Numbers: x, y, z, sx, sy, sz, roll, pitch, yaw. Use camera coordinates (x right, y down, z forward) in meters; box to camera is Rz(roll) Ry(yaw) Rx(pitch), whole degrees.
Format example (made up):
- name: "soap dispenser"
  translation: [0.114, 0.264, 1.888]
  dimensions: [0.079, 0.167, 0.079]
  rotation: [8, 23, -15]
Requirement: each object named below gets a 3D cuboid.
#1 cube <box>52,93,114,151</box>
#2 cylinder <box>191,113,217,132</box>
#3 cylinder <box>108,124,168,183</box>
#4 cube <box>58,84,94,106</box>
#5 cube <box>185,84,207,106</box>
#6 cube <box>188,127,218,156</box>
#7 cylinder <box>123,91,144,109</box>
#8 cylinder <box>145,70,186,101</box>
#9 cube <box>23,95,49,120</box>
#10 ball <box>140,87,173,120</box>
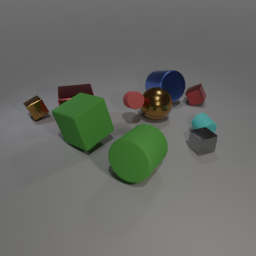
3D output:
- name: "cube"
  translation: [-1.592, -0.262, 10.058]
  dimensions: [1.400, 1.400, 1.400]
  rotation: [17, 44, 42]
- name: "cylinder"
  translation: [2.921, -0.105, 10.782]
  dimensions: [0.700, 0.700, 0.700]
  rotation: [-12, 44, -20]
- name: "cylinder"
  translation: [0.336, 0.740, 8.597]
  dimensions: [1.400, 1.400, 1.400]
  rotation: [15, 26, 24]
- name: "cube"
  translation: [-2.112, -0.892, 11.612]
  dimensions: [1.400, 1.400, 1.400]
  rotation: [-7, 31, -11]
- name: "cube"
  translation: [3.213, -1.573, 13.237]
  dimensions: [0.700, 0.700, 0.700]
  rotation: [-17, 21, 32]
- name: "cube"
  translation: [2.662, 0.469, 10.016]
  dimensions: [0.700, 0.700, 0.700]
  rotation: [-12, 33, -20]
- name: "cylinder"
  translation: [0.219, -1.120, 11.231]
  dimensions: [0.700, 0.700, 0.700]
  rotation: [-9, 10, -15]
- name: "cylinder"
  translation: [1.736, -2.000, 13.180]
  dimensions: [1.400, 1.400, 1.400]
  rotation: [-15, 16, -23]
- name: "cube"
  translation: [-3.947, -0.876, 12.038]
  dimensions: [0.700, 0.700, 0.700]
  rotation: [-36, 35, -17]
- name: "ball"
  translation: [1.186, -1.030, 11.844]
  dimensions: [1.400, 1.400, 1.400]
  rotation: [0, 30, 0]
